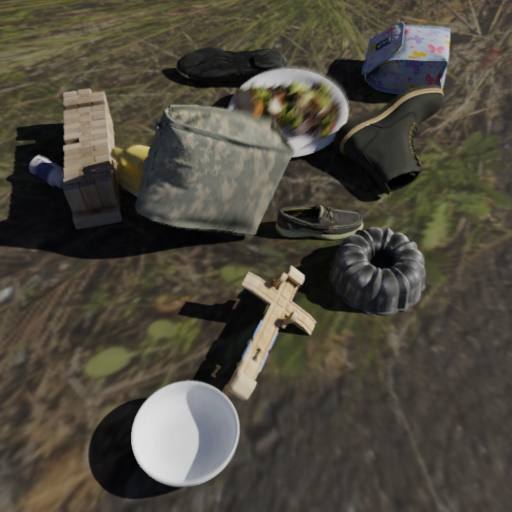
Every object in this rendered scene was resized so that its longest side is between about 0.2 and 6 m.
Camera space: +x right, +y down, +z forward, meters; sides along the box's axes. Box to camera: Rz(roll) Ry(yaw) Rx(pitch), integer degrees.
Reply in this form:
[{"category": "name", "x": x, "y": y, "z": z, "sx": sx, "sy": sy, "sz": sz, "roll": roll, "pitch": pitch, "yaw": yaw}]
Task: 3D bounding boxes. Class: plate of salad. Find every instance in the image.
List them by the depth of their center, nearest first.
[{"category": "plate of salad", "x": 0.708, "y": -3.372, "z": 12.654, "sx": 2.720, "sy": 0.653, "sz": 2.720, "roll": -1, "pitch": 59, "yaw": 2}]

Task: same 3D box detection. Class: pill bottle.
[{"category": "pill bottle", "x": -4.258, "y": -1.718, "z": 11.603, "sx": 0.778, "sy": 0.432, "sz": 0.432, "roll": 31, "pitch": 56, "yaw": 12}]

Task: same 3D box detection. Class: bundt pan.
[{"category": "bundt pan", "x": 2.176, "y": 0.164, "z": 9.897, "sx": 1.748, "sy": 0.656, "sz": 1.748, "roll": 0, "pitch": 51, "yaw": 0}]

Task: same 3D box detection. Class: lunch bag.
[{"category": "lunch bag", "x": -0.868, "y": -1.550, "z": 9.959, "sx": 2.379, "sy": 1.951, "sz": 1.399, "roll": 5, "pitch": 38, "yaw": -30}, {"category": "lunch bag", "x": 3.674, "y": -4.862, "z": 13.773, "sx": 1.965, "sy": 1.249, "sz": 1.666, "roll": 9, "pitch": 50, "yaw": 13}]

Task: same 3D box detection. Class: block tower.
[{"category": "block tower", "x": -3.439, "y": -2.141, "z": 11.638, "sx": 0.922, "sy": 0.987, "sz": 3.414, "roll": -11, "pitch": 52, "yaw": -7}]

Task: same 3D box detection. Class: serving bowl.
[{"category": "serving bowl", "x": -0.985, "y": 2.566, "z": 7.967, "sx": 1.498, "sy": 0.493, "sz": 1.498, "roll": 0, "pitch": 51, "yaw": 0}]

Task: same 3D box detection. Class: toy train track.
[{"category": "toy train track", "x": 0.264, "y": 1.093, "z": 8.813, "sx": 1.445, "sy": 0.410, "sz": 2.520, "roll": 36, "pitch": 52, "yaw": -10}]

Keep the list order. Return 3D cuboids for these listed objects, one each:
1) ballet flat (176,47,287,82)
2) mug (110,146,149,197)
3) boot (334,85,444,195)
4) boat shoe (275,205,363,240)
[{"category": "ballet flat", "x": -0.630, "y": -4.723, "z": 14.148, "sx": 2.806, "sy": 0.797, "sz": 0.932, "roll": 2, "pitch": 77, "yaw": 8}, {"category": "mug", "x": -2.114, "y": -1.715, "z": 10.982, "sx": 1.228, "sy": 1.495, "sz": 1.198, "roll": 24, "pitch": 55, "yaw": 25}, {"category": "boot", "x": 3.283, "y": -2.427, "z": 11.985, "sx": 2.678, "sy": 1.037, "sz": 1.852, "roll": -30, "pitch": 60, "yaw": -7}, {"category": "boat shoe", "x": 1.220, "y": -0.690, "z": 10.672, "sx": 1.692, "sy": 0.556, "sz": 0.605, "roll": -2, "pitch": 50, "yaw": -2}]
